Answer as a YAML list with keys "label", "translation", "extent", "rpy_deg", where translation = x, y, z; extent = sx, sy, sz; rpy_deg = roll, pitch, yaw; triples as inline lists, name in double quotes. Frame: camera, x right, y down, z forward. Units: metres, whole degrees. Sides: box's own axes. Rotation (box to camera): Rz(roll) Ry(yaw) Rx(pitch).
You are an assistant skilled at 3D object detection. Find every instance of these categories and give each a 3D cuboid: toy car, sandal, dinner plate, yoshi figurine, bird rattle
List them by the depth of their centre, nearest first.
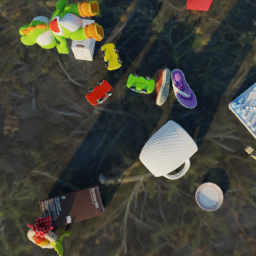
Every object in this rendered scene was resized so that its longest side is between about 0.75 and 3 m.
- label: "yoshi figurine"
  translation: [-2.194, -3.323, 9.363]
  extent: [2.752, 1.541, 1.547]
  rpy_deg: [-6, 58, 15]
- label: "bird rattle"
  translation: [-2.997, 3.928, 10.025]
  extent: [1.433, 1.758, 0.990]
  rpy_deg: [-24, 39, 30]
- label: "dinner plate"
  translation: [3.168, 2.682, 10.942]
  extent: [1.066, 0.129, 1.066]
  rpy_deg: [0, 80, 1]
- label: "toy car"
  translation: [-0.173, -1.936, 11.552]
  extent: [2.564, 0.608, 2.724]
  rpy_deg: [16, 81, 2]
- label: "sandal"
  translation: [2.259, -1.634, 11.569]
  extent: [0.733, 0.443, 1.802]
  rpy_deg: [-26, 81, -5]

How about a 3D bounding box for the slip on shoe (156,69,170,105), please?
- label: "slip on shoe"
  translation: [1.391, -1.698, 11.601]
  extent: [0.472, 0.572, 1.543]
  rpy_deg: [6, 85, 37]

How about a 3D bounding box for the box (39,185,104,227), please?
- label: "box"
  translation: [-2.085, 2.973, 10.554]
  extent: [2.189, 0.820, 1.096]
  rpy_deg: [-15, 80, -5]

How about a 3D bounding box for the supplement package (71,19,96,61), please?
- label: "supplement package"
  translation: [-1.790, -3.654, 11.639]
  extent: [0.731, 1.027, 1.319]
  rpy_deg: [7, 79, 1]

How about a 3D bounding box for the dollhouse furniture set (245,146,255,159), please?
- label: "dollhouse furniture set"
  translation: [5.713, 0.870, 10.574]
  extent: [1.798, 0.878, 1.534]
  rpy_deg: [37, 98, -11]

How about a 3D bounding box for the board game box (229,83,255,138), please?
- label: "board game box"
  translation: [6.058, -0.735, 11.453]
  extent: [2.736, 0.354, 2.737]
  rpy_deg: [-37, 82, -7]

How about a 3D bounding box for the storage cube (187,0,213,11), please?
- label: "storage cube"
  translation: [3.141, -5.789, 12.063]
  extent: [1.094, 0.983, 0.935]
  rpy_deg: [5, 80, 2]

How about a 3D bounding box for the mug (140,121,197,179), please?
- label: "mug"
  translation: [1.567, 1.067, 10.654]
  extent: [1.824, 1.536, 2.080]
  rpy_deg: [-41, 114, -6]
